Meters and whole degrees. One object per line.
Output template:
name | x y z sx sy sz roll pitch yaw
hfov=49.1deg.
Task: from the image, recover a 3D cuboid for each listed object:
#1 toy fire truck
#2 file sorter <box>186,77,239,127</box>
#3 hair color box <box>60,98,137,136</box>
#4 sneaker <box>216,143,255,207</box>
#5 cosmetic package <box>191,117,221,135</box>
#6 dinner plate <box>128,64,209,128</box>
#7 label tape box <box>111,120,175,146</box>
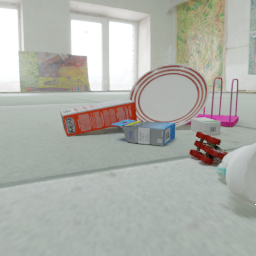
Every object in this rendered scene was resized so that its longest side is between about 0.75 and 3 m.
toy fire truck | 1.735 0.451 5.601 0.769 0.514 0.916 17 6 -15
file sorter | 2.823 -1.114 10.986 2.765 1.734 1.921 5 10 27
hair color box | -0.937 -0.385 8.749 2.196 0.672 1.114 -12 15 -14
sneaker | 1.693 0.627 4.104 0.946 0.804 2.138 -11 -3 37
cosmetic package | 2.384 -0.056 8.664 0.526 0.415 0.978 -4 12 -13
dinner plate | 1.418 -1.134 10.028 2.885 2.885 0.350 4 -28 22
label tape box | 0.430 0.101 7.548 1.467 0.464 1.058 4 10 24
